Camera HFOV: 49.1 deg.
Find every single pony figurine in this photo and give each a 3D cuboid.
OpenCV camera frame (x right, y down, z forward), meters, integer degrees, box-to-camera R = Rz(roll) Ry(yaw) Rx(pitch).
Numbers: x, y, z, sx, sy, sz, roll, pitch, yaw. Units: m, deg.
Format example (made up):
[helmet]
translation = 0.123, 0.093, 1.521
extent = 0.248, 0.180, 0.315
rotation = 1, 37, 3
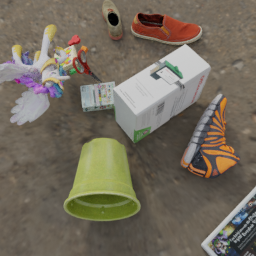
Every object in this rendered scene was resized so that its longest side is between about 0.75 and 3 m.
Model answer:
[pony figurine]
translation = -2.468, -1.377, 7.131
extent = 2.177, 1.878, 2.255
rotation = -25, 51, 11

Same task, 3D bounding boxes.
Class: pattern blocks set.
[pattern blocks set]
translation = -1.875, -2.065, 8.368
extent = 1.475, 0.136, 1.679
rotation = -32, 49, 5

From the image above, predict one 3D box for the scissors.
[scissors]
translation = -0.931, -1.268, 6.520
extent = 0.094, 1.352, 0.495
rotation = 10, 67, 20

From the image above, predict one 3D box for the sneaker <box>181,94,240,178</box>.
[sneaker]
translation = 2.494, 0.300, 7.701
extent = 1.329, 0.920, 2.372
rotation = 26, 78, 7

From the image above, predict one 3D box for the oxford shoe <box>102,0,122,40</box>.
[oxford shoe]
translation = -0.524, -3.892, 9.641
extent = 0.607, 0.644, 1.723
rotation = -15, 66, -7

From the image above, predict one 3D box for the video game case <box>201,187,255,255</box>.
[video game case]
translation = 3.286, 2.862, 6.793
extent = 2.250, 0.263, 2.045
rotation = -39, 72, -15

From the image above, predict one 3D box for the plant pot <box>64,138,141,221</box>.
[plant pot]
translation = -0.616, 1.204, 6.897
extent = 1.761, 1.761, 1.619
rotation = -2, 54, -1

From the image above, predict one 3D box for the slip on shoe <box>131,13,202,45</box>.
[slip on shoe]
translation = 1.297, -3.362, 9.362
extent = 2.390, 0.731, 0.885
rotation = 10, 64, 3

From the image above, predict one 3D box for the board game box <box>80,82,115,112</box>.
[board game box]
translation = -0.867, -0.943, 8.476
extent = 1.051, 0.338, 0.776
rotation = -8, 66, -2

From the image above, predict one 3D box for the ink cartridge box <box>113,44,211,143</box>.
[ink cartridge box]
translation = 0.872, -0.892, 7.667
extent = 2.422, 1.769, 1.021
rotation = -34, 69, -15
